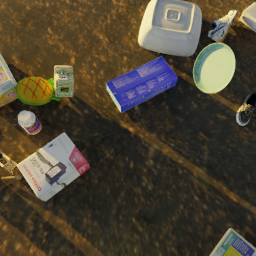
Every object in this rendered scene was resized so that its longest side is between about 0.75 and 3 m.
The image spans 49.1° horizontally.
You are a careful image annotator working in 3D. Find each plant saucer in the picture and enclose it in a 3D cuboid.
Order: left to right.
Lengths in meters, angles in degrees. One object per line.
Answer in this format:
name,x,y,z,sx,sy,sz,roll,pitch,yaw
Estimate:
plant saucer,3.176,-2.173,10.264,0.249,1.814,1.814,1,62,-37

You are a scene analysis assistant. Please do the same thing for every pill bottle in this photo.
pill bottle,-3.898,-0.231,11.061,0.660,1.173,0.660,0,67,0

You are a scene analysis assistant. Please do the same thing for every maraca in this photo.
maraca,-3.682,-1.571,11.735,1.961,1.049,1.344,-10,73,-32

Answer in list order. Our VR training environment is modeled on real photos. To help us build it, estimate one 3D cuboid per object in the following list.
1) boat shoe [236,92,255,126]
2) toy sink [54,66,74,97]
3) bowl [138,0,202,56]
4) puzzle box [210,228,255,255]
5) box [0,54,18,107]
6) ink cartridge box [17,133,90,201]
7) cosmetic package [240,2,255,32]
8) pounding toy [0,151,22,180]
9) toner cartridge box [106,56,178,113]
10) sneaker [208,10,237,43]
boat shoe,5.037,-0.839,11.664,0.561,0.532,1.604,32,71,12
toy sink,-2.626,-1.895,11.514,0.747,1.146,0.642,-2,41,-18
bowl,2.058,-4.903,13.103,2.859,1.067,2.855,13,69,4
puzzle box,3.422,4.898,9.375,1.663,0.318,2.500,40,73,16
box,-5.783,-2.281,11.845,1.437,1.295,2.554,-29,70,-10
ink cartridge box,-2.764,1.455,10.507,2.116,0.892,1.532,-37,72,-14
cosmetic package,6.382,-5.097,13.394,0.893,0.628,1.762,-39,72,-15
pounding toy,-4.676,1.475,10.557,1.386,0.792,0.795,33,71,13
toner cartridge box,0.597,-1.900,12.066,2.811,0.607,1.335,-27,69,-11
sneaker,4.483,-4.981,13.292,0.868,0.741,1.970,28,70,11
